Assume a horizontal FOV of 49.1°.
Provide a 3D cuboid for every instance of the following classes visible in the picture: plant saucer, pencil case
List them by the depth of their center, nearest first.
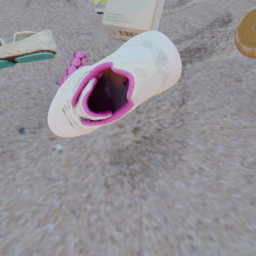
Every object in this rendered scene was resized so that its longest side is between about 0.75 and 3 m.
[{"bbox_3d":[2.799,-2.107,5.945,0.214,1.211,1.211,6,33,-43],"label":"plant saucer"},{"bbox_3d":[-1.545,-1.575,7.879,0.521,0.538,1.148,30,66,-20],"label":"pencil case"}]

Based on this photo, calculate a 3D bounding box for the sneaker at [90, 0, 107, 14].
[{"bbox_3d":[-0.274,-4.715,8.922,2.361,0.902,0.890,-42,40,2],"label":"sneaker"}]

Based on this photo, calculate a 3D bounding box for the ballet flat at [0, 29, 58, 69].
[{"bbox_3d":[-3.218,-2.156,7.779,2.635,0.889,0.821,-9,89,4],"label":"ballet flat"}]

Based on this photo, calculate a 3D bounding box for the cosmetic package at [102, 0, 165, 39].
[{"bbox_3d":[0.341,-3.968,7.861,1.439,1.016,2.781,12,90,13],"label":"cosmetic package"}]

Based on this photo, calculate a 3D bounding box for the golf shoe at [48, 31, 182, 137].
[{"bbox_3d":[-0.603,-0.461,4.402,1.101,2.923,1.338,55,40,-8],"label":"golf shoe"}]
